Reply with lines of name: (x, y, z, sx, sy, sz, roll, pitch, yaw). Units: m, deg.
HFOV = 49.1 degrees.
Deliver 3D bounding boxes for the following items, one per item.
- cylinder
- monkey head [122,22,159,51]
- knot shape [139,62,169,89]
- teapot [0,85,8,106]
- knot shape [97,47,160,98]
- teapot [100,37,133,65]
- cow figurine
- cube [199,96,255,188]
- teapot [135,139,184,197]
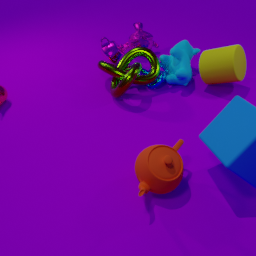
cylinder: (3.076, -2.031, 9.095, 1.140, 1.140, 1.140, 1, 34, 42)
monkey head: (0.456, -3.478, 11.017, 1.564, 0.942, 1.125, -7, 64, -5)
knot shape: (0.920, -1.759, 9.516, 1.157, 0.535, 1.083, -3, 42, -3)
teapot: (-4.096, -1.023, 8.558, 0.750, 0.591, 1.206, -34, 66, -9)
knot shape: (-0.131, -1.880, 9.175, 1.916, 0.946, 2.047, 21, 52, 36)
teapot: (-0.452, -2.734, 10.231, 0.767, 1.567, 0.974, -38, 41, 18)
cow figurine: (1.886, -2.230, 9.686, 1.682, 0.938, 1.710, 0, 72, -44)
cube: (2.610, 0.310, 6.092, 1.264, 1.264, 1.264, 33, 16, -28)
teapot: (0.700, 0.882, 6.126, 1.114, 0.877, 1.792, 40, 61, 7)
